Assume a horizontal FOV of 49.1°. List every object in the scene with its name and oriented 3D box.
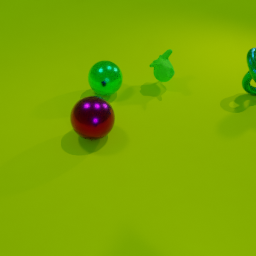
[{"bbox_3d":[3.787,-1.695,7.920,1.481,1.583,0.731,7,25,-41],"label":"knot shape"},{"bbox_3d":[1.153,-1.864,8.527,0.914,0.765,1.270,-44,11,5],"label":"monkey head"},{"bbox_3d":[-0.666,-1.468,8.259,1.032,1.032,1.032,0,40,0],"label":"ball"},{"bbox_3d":[-0.850,-0.241,6.765,1.075,1.075,1.075,0,40,0],"label":"ball"}]
